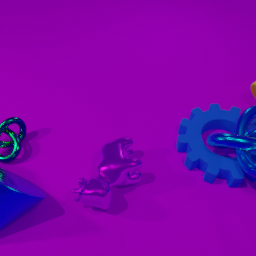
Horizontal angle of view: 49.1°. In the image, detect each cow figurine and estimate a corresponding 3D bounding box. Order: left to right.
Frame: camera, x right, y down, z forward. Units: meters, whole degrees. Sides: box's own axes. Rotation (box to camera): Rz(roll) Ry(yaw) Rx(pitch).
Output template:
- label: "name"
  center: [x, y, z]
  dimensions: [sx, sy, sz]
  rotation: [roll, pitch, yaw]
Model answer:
- label: "cow figurine"
  center: [-0.452, 0.904, 5.796]
  dimensions: [1.476, 0.823, 1.500]
  rotation: [-12, 44, -9]

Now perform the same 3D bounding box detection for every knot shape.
- label: "knot shape"
  center: [-2.790, 0.291, 6.352]
  dimensions: [1.067, 0.493, 0.999]
  rotation: [-7, 79, -33]
- label: "knot shape"
  center: [2.484, 0.239, 5.809]
  dimensions: [1.657, 0.818, 1.771]
  rotation: [-6, 31, 30]

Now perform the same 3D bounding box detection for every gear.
- label: "gear"
  center: [2.205, 0.327, 6.481]
  dimensions: [2.093, 0.387, 2.093]
  rotation: [0, 51, 0]

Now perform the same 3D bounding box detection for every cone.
- label: "cone"
  center: [-2.483, 1.604, 5.286]
  dimensions: [1.343, 1.343, 1.348]
  rotation: [25, 82, 19]

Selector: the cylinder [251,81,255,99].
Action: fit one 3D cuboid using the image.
- label: "cylinder"
  center: [3.487, -0.952, 6.643]
  dimensions: [0.776, 0.776, 0.776]
  rotation: [-35, 56, 4]
